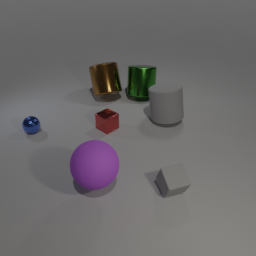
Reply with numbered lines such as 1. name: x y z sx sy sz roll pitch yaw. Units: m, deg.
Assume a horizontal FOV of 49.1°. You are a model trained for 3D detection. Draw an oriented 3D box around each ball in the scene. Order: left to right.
1. ball: -3.867 -0.132 11.209 0.700 0.700 0.700 0 32 0
2. ball: -0.945 1.038 7.957 1.400 1.400 1.400 0 32 0

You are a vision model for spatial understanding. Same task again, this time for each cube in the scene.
1. cube: -0.848 -0.288 11.445 0.700 0.700 0.700 27 41 36
2. cube: 1.323 1.561 8.283 0.700 0.700 0.700 -10 60 -15

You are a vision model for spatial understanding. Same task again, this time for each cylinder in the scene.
1. cylinder: -1.090 -2.368 13.622 1.400 1.400 1.400 -10 7 1
2. cylinder: 0.673 -2.326 13.781 1.400 1.400 1.400 2 18 -1
3. cylinder: 1.613 -1.053 11.778 1.400 1.400 1.400 -6 24 3
